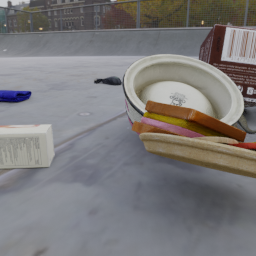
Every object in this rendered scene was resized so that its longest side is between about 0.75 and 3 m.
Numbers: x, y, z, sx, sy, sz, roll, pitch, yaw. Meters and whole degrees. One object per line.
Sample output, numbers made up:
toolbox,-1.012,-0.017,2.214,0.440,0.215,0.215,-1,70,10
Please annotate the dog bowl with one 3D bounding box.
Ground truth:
dog bowl,1.177,-0.579,6.606,2.750,1.014,2.750,6,46,-6

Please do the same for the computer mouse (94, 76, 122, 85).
computer mouse,-1.065,-2.778,16.180,1.716,0.452,1.189,16,22,41

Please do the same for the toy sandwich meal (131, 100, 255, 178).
toy sandwich meal,1.227,0.144,4.013,2.400,0.822,2.400,13,-6,1

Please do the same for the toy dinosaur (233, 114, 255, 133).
toy dinosaur,2.666,-0.428,7.984,2.253,0.867,1.152,7,25,30

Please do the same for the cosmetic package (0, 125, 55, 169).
cosmetic package,-2.283,0.360,5.606,1.469,0.759,0.641,0,17,-4

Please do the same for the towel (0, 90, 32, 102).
towel,-5.103,-1.336,11.727,1.728,0.428,1.276,3,11,10

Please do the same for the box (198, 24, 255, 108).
box,3.421,-1.847,9.096,2.108,2.087,2.541,8,3,6
